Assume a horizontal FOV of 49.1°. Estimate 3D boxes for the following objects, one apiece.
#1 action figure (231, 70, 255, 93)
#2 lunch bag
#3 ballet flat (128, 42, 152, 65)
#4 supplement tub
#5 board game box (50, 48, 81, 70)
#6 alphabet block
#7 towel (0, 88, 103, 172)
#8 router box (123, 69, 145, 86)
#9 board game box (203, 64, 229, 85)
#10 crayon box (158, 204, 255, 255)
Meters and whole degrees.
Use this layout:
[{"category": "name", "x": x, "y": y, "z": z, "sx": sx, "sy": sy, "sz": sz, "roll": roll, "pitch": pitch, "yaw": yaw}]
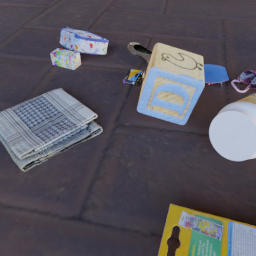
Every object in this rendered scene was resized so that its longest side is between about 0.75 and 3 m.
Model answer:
[{"category": "action figure", "x": 5.139, "y": -1.776, "z": 10.774, "sx": 1.786, "sy": 1.330, "sz": 1.196, "roll": -10, "pitch": 66, "yaw": -40}, {"category": "lunch bag", "x": -2.003, "y": -3.987, "z": 12.804, "sx": 1.799, "sy": 0.848, "sz": 2.245, "roll": -7, "pitch": 31, "yaw": -36}, {"category": "ballet flat", "x": 0.734, "y": -3.460, "z": 12.757, "sx": 0.817, "sy": 0.562, "sz": 2.425, "roll": -18, "pitch": 44, "yaw": -20}, {"category": "supplement tub", "x": 3.358, "y": -0.062, "z": 7.695, "sx": 1.559, "sy": 1.559, "sz": 2.156, "roll": 34, "pitch": 36, "yaw": 33}, {"category": "board game box", "x": -2.710, "y": -3.025, "z": 12.237, "sx": 1.132, "sy": 0.583, "sz": 0.594, "roll": 16, "pitch": 43, "yaw": 18}, {"category": "alphabet block", "x": 1.387, "y": -1.452, "z": 9.188, "sx": 1.744, "sy": 1.754, "sz": 1.786, "roll": 17, "pitch": 42, "yaw": -4}, {"category": "towel", "x": -2.670, "y": -0.190, "z": 8.986, "sx": 2.825, "sy": 0.507, "sz": 2.934, "roll": -28, "pitch": 48, "yaw": -29}, {"category": "router box", "x": 0.250, "y": -2.065, "z": 11.386, "sx": 0.664, "sy": 0.227, "sz": 0.890, "roll": 10, "pitch": 42, "yaw": 12}, {"category": "board game box", "x": 3.250, "y": -2.068, "z": 11.336, "sx": 1.409, "sy": 0.347, "sz": 1.784, "roll": 2, "pitch": 35, "yaw": 9}, {"category": "crayon box", "x": 2.003, "y": 2.715, "z": 5.414, "sx": 2.823, "sy": 0.728, "sz": 1.775, "roll": 12, "pitch": 42, "yaw": 13}]
